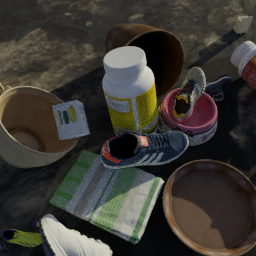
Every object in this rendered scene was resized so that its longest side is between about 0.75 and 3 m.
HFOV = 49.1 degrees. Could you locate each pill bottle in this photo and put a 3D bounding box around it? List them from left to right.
[{"bbox_3d":[0.090,-1.015,8.892,1.600,2.845,1.600,-6,44,6],"label":"pill bottle"},{"bbox_3d":[5.215,-2.190,10.735,1.413,1.413,2.518,-26,59,-17],"label":"pill bottle"}]

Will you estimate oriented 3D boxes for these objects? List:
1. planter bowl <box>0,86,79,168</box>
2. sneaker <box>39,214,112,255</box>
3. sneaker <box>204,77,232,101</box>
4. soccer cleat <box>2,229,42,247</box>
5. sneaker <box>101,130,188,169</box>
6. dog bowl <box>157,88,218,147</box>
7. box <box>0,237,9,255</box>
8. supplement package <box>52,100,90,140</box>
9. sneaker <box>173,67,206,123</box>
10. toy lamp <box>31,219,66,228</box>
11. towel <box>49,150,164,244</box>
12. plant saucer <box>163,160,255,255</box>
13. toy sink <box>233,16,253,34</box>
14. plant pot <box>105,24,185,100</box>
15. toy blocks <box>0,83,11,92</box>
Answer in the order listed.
[{"bbox_3d":[-2.965,0.201,8.587,2.488,1.674,2.488,26,38,-23],"label":"planter bowl"},{"bbox_3d":[-1.196,3.333,7.215,2.964,1.104,1.291,43,53,18],"label":"sneaker"},{"bbox_3d":[3.617,-1.491,10.779,1.175,0.447,0.849,-23,47,-4],"label":"sneaker"},{"bbox_3d":[-2.888,2.992,7.642,1.149,0.481,0.372,5,55,4],"label":"soccer cleat"},{"bbox_3d":[0.570,0.533,8.489,2.835,1.198,1.063,-14,63,-10],"label":"sneaker"},{"bbox_3d":[2.105,-0.494,9.895,2.252,0.830,2.252,0,55,0],"label":"dog bowl"},{"bbox_3d":[-4.456,3.225,7.517,1.782,0.423,1.721,-37,60,-23],"label":"box"},{"bbox_3d":[-1.651,-0.218,8.205,0.747,0.742,0.985,-14,86,4],"label":"supplement package"},{"bbox_3d":[2.038,-1.106,9.316,0.751,0.792,1.929,18,93,22],"label":"sneaker"},{"bbox_3d":[-2.236,2.792,7.917,0.978,0.285,0.285,11,56,8],"label":"toy lamp"},{"bbox_3d":[-0.597,1.947,8.449,2.876,0.441,2.145,18,52,16],"label":"towel"},{"bbox_3d":[2.426,2.284,8.146,2.863,0.493,2.863,-1,55,1],"label":"plant saucer"},{"bbox_3d":[5.336,-4.888,13.000,0.534,0.820,0.459,-10,56,-6],"label":"toy sink"},{"bbox_3d":[0.220,-2.828,10.705,2.714,2.714,2.904,-20,42,-14],"label":"plant pot"},{"bbox_3d":[-5.371,-0.701,10.000,2.055,0.895,2.466,32,61,21],"label":"toy blocks"}]
